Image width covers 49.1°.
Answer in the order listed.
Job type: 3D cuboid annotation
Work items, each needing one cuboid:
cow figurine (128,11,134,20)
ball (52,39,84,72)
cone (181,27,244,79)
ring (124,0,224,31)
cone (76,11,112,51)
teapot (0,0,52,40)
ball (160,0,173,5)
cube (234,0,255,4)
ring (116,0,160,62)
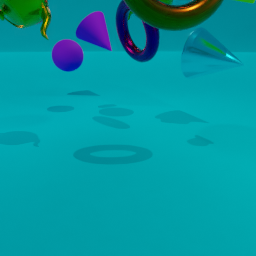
[{"bbox_3d":[0.216,-4.183,9.204,1.027,1.011,0.564,-26,54,-17],"label":"cow figurine"},{"bbox_3d":[-2.142,-2.573,9.963,1.118,1.118,1.118,0,17,0],"label":"ball"},{"bbox_3d":[2.754,-2.097,8.524,1.635,1.629,1.629,27,30,38],"label":"cone"},{"bbox_3d":[0.705,-2.449,4.220,1.889,1.889,0.378,-3,11,-11],"label":"ring"},{"bbox_3d":[-1.244,-4.100,12.787,1.633,1.627,1.627,51,32,8],"label":"cone"},{"bbox_3d":[-2.177,-2.471,5.529,1.959,0.959,1.218,35,-17,2],"label":"teapot"},{"bbox_3d":[0.663,-3.874,8.214,1.354,1.354,1.354,0,17,0],"label":"ball"},{"bbox_3d":[2.909,-3.819,6.998,0.862,0.862,0.862,16,-16,12],"label":"cube"},{"bbox_3d":[0.226,-2.607,7.503,0.345,1.727,1.727,-28,28,-24],"label":"ring"}]
